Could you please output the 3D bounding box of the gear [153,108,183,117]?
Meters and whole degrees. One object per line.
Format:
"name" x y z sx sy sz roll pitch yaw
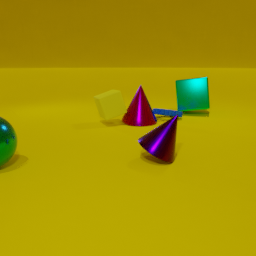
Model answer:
"gear" 1.433 -0.548 10.140 1.062 0.196 1.062 7 2 0

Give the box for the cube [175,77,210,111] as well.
"cube" 2.572 -1.309 11.044 1.206 1.206 1.206 -4 4 17

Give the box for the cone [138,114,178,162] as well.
"cone" 0.803 0.096 5.815 0.885 0.888 0.885 27 16 -8

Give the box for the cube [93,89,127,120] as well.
"cube" -0.585 -0.766 9.112 0.747 0.747 0.747 -23 18 -15

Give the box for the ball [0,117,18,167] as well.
"ball" -2.689 0.265 5.357 1.072 1.072 1.072 0 13 0

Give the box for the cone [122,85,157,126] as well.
"cone" 0.401 -0.834 9.316 1.216 1.220 1.216 1 21 0
